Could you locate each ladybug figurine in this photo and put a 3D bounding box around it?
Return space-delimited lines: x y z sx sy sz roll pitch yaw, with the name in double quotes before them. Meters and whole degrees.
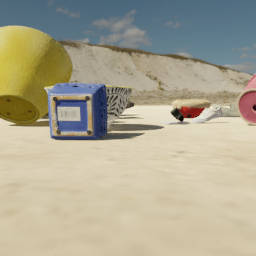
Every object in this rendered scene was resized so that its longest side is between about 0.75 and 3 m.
"ladybug figurine" 2.954 -0.906 13.095 1.563 0.828 2.303 5 8 44

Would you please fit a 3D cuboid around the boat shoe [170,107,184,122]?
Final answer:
"boat shoe" 1.642 -0.443 9.234 0.283 0.300 0.836 51 9 32

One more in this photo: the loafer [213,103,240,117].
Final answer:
"loafer" 5.063 -0.867 13.525 1.930 0.673 0.675 0 5 3

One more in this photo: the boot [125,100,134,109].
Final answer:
"boot" -1.328 -1.008 12.652 2.369 0.942 2.721 -13 20 -35

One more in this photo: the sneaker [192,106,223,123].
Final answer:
"sneaker" 2.772 -0.480 9.876 1.208 0.428 0.441 -18 9 -17

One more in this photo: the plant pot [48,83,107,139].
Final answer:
"plant pot" -1.062 -0.336 5.866 1.159 1.159 1.042 1 12 3

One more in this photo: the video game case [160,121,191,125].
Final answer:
"video game case" 1.611 -0.184 9.588 0.872 0.079 0.624 -3 6 -24

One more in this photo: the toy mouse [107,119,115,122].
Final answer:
"toy mouse" -0.910 -0.055 6.668 1.238 0.270 1.393 -3 -5 -13

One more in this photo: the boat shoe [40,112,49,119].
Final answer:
"boat shoe" -3.861 -0.660 12.001 1.544 0.554 0.585 -5 8 -44

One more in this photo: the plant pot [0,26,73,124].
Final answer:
"plant pot" -3.409 -1.395 9.105 2.978 2.114 2.978 0 -33 0

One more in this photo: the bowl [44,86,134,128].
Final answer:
"bowl" -1.073 -0.564 7.883 2.456 1.153 2.456 1 5 0

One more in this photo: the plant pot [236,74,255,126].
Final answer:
"plant pot" 4.455 -0.903 8.954 1.689 1.886 1.886 -23 19 -36
